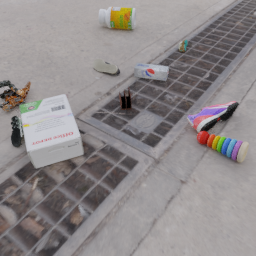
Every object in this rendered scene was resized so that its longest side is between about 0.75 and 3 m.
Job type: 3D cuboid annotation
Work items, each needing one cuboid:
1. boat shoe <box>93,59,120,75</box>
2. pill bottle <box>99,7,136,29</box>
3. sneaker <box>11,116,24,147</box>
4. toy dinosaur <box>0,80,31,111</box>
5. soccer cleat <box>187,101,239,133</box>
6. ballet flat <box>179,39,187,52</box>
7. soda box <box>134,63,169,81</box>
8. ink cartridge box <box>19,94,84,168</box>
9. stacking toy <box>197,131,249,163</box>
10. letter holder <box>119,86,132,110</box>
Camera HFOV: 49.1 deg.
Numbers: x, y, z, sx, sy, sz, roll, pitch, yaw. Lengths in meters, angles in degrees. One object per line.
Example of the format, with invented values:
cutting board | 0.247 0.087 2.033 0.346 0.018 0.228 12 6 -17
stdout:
boat shoe | -1.139 -3.160 14.747 1.728 0.628 0.542 24 4 32
pill bottle | -0.694 -7.345 18.684 2.379 1.321 1.321 6 42 6
sneaker | -4.208 0.178 10.906 0.476 0.569 1.286 -17 64 15
toy dinosaur | -5.104 -1.478 12.652 1.316 0.991 1.939 27 28 8
soccer cleat | 3.533 -0.635 11.466 2.480 0.846 0.908 -28 56 -26
ballet flat | 3.257 -4.904 16.710 0.462 0.433 1.278 -5 42 24
soda box | 1.183 -2.863 14.241 1.698 0.539 0.580 10 43 11
ink cartridge box | -2.858 0.054 10.419 1.815 1.053 2.507 -16 48 -13
stacking toy | 3.395 0.609 10.296 1.827 0.780 0.780 20 45 31
letter holder | -0.123 -1.360 12.459 0.473 0.668 0.940 -5 42 -5
